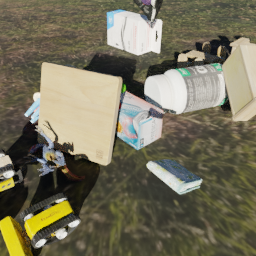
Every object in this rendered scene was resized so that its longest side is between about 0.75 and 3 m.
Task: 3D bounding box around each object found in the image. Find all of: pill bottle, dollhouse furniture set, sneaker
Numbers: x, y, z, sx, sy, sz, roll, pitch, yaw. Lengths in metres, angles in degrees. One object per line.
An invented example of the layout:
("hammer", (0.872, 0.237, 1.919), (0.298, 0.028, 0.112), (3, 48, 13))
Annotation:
("pill bottle", (1.873, -1.206, 8.817), (2.463, 1.393, 1.393), (-12, 36, -19))
("dollhouse furniture set", (4.375, -1.279, 7.930), (2.802, 2.574, 1.823), (0, 69, -9))
("sneaker", (0.555, -3.772, 8.218), (0.816, 0.705, 1.863), (24, 1, 4))
("dollhouse furniture set", (3.512, -2.981, 11.378), (2.276, 1.481, 2.091), (27, 42, 33))

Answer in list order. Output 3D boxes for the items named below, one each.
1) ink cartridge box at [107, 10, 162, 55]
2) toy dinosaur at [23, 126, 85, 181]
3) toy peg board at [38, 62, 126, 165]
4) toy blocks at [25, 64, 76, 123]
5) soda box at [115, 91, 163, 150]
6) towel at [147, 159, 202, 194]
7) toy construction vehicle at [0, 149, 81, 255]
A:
("ink cartridge box", (0.247, -4.643, 13.683), (0.964, 1.649, 2.842), (-29, 43, -35))
("toy dinosaur", (-1.959, 0.770, 6.868), (0.825, 1.571, 1.426), (-44, 18, -8))
("toy peg board", (-1.109, -0.463, 7.335), (2.174, 2.165, 1.063), (15, 18, 22))
("toy blocks", (-2.364, -0.810, 8.366), (0.739, 1.696, 2.035), (42, 56, -11))
("soda box", (-0.326, -0.531, 8.272), (0.979, 0.910, 2.863), (-26, 41, -33))
("towel", (0.710, 0.709, 4.217), (0.643, 0.181, 0.751), (33, 17, 34))
("toy construction vehicle", (-2.569, 1.699, 5.169), (2.696, 0.950, 2.347), (-25, 52, -28))
